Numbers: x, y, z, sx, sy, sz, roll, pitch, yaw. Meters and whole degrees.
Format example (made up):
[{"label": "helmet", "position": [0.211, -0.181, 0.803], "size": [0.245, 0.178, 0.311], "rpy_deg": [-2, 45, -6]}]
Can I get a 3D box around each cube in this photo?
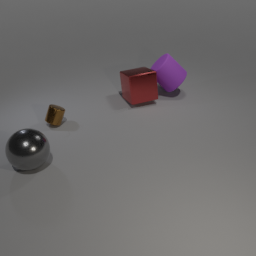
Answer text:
[{"label": "cube", "position": [0.528, -2.101, 13.739], "size": [1.400, 1.400, 1.400], "rpy_deg": [-14, 25, -16]}]

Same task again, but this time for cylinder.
[{"label": "cylinder", "position": [2.010, -2.789, 14.202], "size": [1.400, 1.400, 1.400], "rpy_deg": [39, 25, -19]}, {"label": "cylinder", "position": [-3.092, -0.557, 11.878], "size": [0.700, 0.700, 0.700], "rpy_deg": [20, 13, -5]}]

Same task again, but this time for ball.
[{"label": "ball", "position": [-3.313, 0.711, 9.294], "size": [1.400, 1.400, 1.400], "rpy_deg": [0, 31, 0]}]
